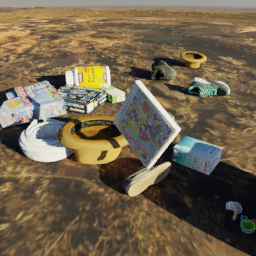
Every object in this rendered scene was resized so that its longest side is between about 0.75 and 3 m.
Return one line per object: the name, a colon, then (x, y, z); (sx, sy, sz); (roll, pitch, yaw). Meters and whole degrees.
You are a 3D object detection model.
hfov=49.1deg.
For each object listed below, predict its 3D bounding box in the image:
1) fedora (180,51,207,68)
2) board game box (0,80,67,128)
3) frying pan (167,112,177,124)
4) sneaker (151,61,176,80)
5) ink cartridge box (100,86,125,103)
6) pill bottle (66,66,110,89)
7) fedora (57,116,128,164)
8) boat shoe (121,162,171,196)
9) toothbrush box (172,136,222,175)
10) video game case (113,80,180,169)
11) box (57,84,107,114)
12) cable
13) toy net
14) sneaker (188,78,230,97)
fedora: (4.413, -4.615, 19.206); (1.920, 0.783, 1.920); (2, 34, -2)
board game box: (-4.289, -1.082, 11.868); (2.542, 0.784, 2.543); (-23, 44, -22)
frying pan: (1.046, -0.582, 12.039); (1.541, 0.415, 2.547); (-12, 33, -23)
sneaker: (1.774, -3.509, 16.982); (1.327, 0.886, 2.317); (-5, 33, -24)
ink cartridge box: (-0.797, -1.696, 14.028); (0.727, 0.415, 1.401); (-16, 30, -28)
pill bottle: (-2.130, -2.639, 14.946); (2.268, 1.239, 1.239); (-5, 28, -9)
fedora: (-0.991, 0.460, 9.239); (2.658, 1.084, 2.658); (4, 23, -2)
boat shoe: (0.536, 1.352, 8.079); (1.687, 0.607, 0.547); (-26, 42, -31)
toothbrush box: (2.225, 0.852, 9.050); (1.298, 0.554, 0.950); (18, 33, 31)
video game case: (0.392, -0.070, 7.270); (0.200, 1.587, 1.744); (-15, 58, -40)
box: (-2.476, -1.428, 13.383); (2.380, 0.547, 1.892); (12, 30, 21)
cable: (-2.732, 0.415, 9.748); (2.019, 0.699, 2.019); (9, 30, 14)
toy net: (2.868, 2.150, 6.946); (0.605, 0.223, 1.154); (-4, 28, -8)
sneaker: (4.032, -1.896, 14.252); (2.171, 0.842, 0.990); (16, 46, 36)
